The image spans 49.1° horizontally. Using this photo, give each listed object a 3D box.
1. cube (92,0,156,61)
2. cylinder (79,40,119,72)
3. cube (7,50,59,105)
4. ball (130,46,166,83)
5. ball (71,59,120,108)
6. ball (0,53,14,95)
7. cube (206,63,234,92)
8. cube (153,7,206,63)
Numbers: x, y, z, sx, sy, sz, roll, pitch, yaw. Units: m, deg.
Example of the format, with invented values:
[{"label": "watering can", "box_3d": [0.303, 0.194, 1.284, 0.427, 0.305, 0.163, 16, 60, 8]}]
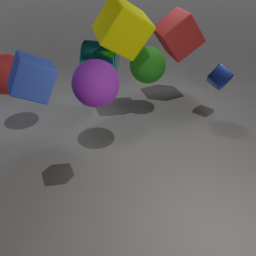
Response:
[{"label": "cube", "box_3d": [-0.181, -3.414, 9.512, 1.400, 1.400, 1.400, 18, 34, -35]}, {"label": "cylinder", "box_3d": [-1.140, -2.839, 11.514, 1.400, 1.400, 1.400, 7, 30, 4]}, {"label": "cube", "box_3d": [-1.806, -0.950, 5.262, 0.700, 0.700, 0.700, 13, 20, -31]}, {"label": "ball", "box_3d": [0.766, -2.433, 10.851, 1.400, 1.400, 1.400, 0, 30, 0]}, {"label": "ball", "box_3d": [-0.944, -1.298, 8.187, 1.400, 1.400, 1.400, 0, 30, 0]}, {"label": "ball", "box_3d": [-4.230, -1.846, 9.577, 1.400, 1.400, 1.400, 0, 30, 0]}, {"label": "cube", "box_3d": [3.559, -1.944, 10.875, 0.700, 0.700, 0.700, 45, 6, 12]}, {"label": "cube", "box_3d": [2.054, -3.848, 11.533, 1.400, 1.400, 1.400, -37, 35, 9]}]
